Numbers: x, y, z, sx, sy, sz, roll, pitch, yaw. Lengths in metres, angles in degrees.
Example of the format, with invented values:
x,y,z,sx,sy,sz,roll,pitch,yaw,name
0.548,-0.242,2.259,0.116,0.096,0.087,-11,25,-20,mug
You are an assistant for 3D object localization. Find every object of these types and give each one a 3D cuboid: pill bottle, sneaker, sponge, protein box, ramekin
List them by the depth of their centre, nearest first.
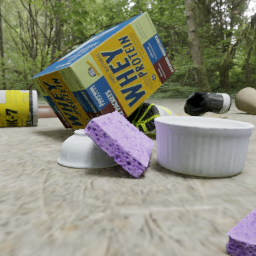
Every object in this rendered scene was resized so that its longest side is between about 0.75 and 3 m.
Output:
x,y,z,sx,sy,sz,roll,pitch,yaw,name
1.319,0.845,1.862,1.120,0.167,0.625,6,10,42,sponge
1.113,0.235,4.291,1.451,0.707,1.451,2,8,0,ramekin
-0.054,0.172,4.567,0.986,0.263,1.767,41,11,2,sponge
-0.729,-1.464,7.815,2.688,1.813,2.668,-44,26,-27,protein box
0.457,-0.240,7.987,1.027,1.014,2.688,14,6,-26,sneaker
-4.137,-0.657,9.380,2.112,1.207,1.207,-2,8,-18,pill bottle
2.539,-0.909,10.298,1.179,0.866,2.606,8,-2,-17,sneaker

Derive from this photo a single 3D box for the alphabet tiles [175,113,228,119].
x,y,z,sx,sy,sz,roll,pitch,yaw,name
3.014,-0.541,12.913,2.761,0.087,2.297,5,9,37,alphabet tiles

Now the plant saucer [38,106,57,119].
x,y,z,sx,sy,sz,roll,pitch,yaw,name
-4.351,-0.779,13.321,2.582,0.472,2.582,0,7,0,plant saucer

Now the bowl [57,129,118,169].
x,y,z,sx,sy,sz,roll,pitch,yaw,name
-0.633,0.301,4.752,1.137,0.511,1.137,-1,7,0,bowl

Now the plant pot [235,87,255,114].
x,y,z,sx,sy,sz,roll,pitch,yaw,name
6.520,-1.262,14.551,1.350,1.350,1.442,-1,23,-8,plant pot
